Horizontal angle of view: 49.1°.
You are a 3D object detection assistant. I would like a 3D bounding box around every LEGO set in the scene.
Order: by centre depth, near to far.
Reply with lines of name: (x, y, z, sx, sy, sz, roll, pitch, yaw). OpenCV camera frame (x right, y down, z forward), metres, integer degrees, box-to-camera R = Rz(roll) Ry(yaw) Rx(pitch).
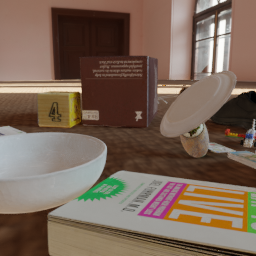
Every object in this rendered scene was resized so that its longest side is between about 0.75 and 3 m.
LEGO set: (2.585, 0.240, 6.005, 1.842, 0.605, 2.465, -1, 11, -19)

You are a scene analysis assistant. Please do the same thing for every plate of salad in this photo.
plate of salad: (1.322, -0.418, 5.324, 1.718, 0.413, 1.718, -40, 19, 16)

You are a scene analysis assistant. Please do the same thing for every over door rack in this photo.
over door rack: (2.122, -1.597, 14.981, 1.226, 0.408, 0.905, -20, 11, 5)

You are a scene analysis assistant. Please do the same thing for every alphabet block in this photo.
alphabet block: (-2.213, -0.635, 9.121, 1.090, 1.071, 1.065, 2, 14, 9)

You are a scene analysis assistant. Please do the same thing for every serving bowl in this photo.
serving bowl: (-1.367, 0.633, 4.001, 2.158, 0.710, 2.158, 0, 11, 0)

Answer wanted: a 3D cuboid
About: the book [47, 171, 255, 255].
book: (0.755, 0.993, 2.899, 2.570, 0.618, 1.717, 3, 9, 23)

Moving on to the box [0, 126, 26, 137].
box: (-3.478, 0.263, 6.803, 1.610, 0.293, 1.162, -9, 15, -42)

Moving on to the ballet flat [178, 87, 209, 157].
ballet flat: (1.342, -0.205, 6.116, 0.609, 0.601, 1.788, -18, 48, 18)

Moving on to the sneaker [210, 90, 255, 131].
sneaker: (3.597, -0.620, 8.844, 0.976, 1.166, 2.570, -9, 14, -29)

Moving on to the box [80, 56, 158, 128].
box: (-0.161, -1.359, 9.815, 2.213, 2.191, 2.668, 2, 12, 11)
